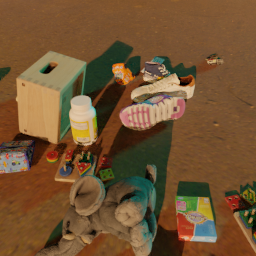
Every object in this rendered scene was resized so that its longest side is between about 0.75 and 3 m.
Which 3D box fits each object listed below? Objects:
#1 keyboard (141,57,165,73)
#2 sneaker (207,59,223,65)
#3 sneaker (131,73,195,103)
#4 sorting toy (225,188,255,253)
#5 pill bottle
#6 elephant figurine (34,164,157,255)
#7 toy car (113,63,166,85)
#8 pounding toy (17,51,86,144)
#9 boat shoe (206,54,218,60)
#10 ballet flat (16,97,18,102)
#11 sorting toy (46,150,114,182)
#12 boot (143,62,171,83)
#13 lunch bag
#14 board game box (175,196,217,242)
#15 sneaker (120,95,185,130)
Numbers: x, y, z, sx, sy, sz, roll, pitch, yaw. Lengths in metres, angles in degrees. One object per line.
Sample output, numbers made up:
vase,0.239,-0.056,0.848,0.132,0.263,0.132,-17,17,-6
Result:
keyboard,1.387,-3.425,15.294,0.581,0.110,2.065,17,41,20
sneaker,4.833,-3.705,15.491,0.858,0.330,0.364,1,33,1
sneaker,1.538,-1.860,12.296,2.885,1.222,1.051,-10,50,-10
sorting toy,3.619,2.503,7.406,1.195,0.419,2.479,-7,38,-9
pill bottle,-1.581,-0.273,9.958,0.924,1.660,0.924,0,38,0
elephant figurine,-0.758,2.123,6.972,2.740,1.939,2.126,-4,6,20
toy car,0.443,-2.367,13.158,2.497,1.225,0.831,10,68,22
pounding toy,-3.002,-1.289,10.729,2.123,2.750,2.987,18,40,3
boat shoe,4.772,-4.045,15.968,0.793,0.257,0.290,-18,41,-22
ballet flat,-4.193,-1.873,12.810,0.739,0.739,2.128,29,46,32
sorting toy,-1.599,1.195,9.101,2.400,0.406,1.157,4,38,4
boot,1.698,-2.621,13.597,2.012,0.909,0.732,13,40,17
lunch bag,-3.808,0.832,9.503,1.106,0.691,1.470,-6,26,-6
board game box,1.810,2.444,7.612,0.956,0.252,1.249,2,38,2
sneaker,0.869,-0.739,11.170,2.718,1.093,1.202,-14,31,-21
